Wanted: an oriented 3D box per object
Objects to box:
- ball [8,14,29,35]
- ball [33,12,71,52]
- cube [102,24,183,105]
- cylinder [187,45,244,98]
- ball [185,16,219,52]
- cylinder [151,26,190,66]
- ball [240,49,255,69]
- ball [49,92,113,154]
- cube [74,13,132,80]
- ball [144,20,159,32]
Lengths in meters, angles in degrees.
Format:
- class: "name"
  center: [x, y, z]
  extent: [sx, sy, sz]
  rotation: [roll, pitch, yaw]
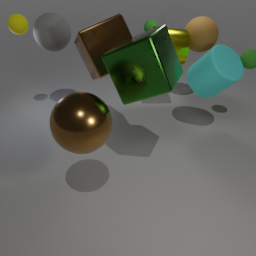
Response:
- class: "ball"
  center: [-3.948, -3.725, 10.066]
  extent: [0.700, 0.700, 0.700]
  rotation: [0, 32, 0]
- class: "ball"
  center: [-2.861, -3.621, 10.605]
  extent: [1.400, 1.400, 1.400]
  rotation: [0, 32, 0]
- class: "cube"
  center: [0.430, -1.639, 7.269]
  extent: [1.400, 1.400, 1.400]
  rotation: [-13, 24, 30]
- class: "cylinder"
  center: [3.041, -1.956, 9.874]
  extent: [1.400, 1.400, 1.400]
  rotation: [10, 65, -24]
- class: "ball"
  center: [3.009, -3.853, 11.555]
  extent: [1.400, 1.400, 1.400]
  rotation: [0, 32, 0]
- class: "cylinder"
  center: [1.568, -3.220, 11.079]
  extent: [1.400, 1.400, 1.400]
  rotation: [3, 32, -7]
- class: "ball"
  center: [4.397, -2.471, 10.062]
  extent: [0.700, 0.700, 0.700]
  rotation: [0, 32, 0]
- class: "ball"
  center: [-1.047, -0.114, 6.321]
  extent: [1.400, 1.400, 1.400]
  rotation: [0, 32, 0]
- class: "cube"
  center: [-0.668, -2.419, 8.621]
  extent: [1.400, 1.400, 1.400]
  rotation: [-28, 13, -11]
- class: "ball"
  center: [1.109, -4.804, 13.365]
  extent: [0.700, 0.700, 0.700]
  rotation: [0, 32, 0]
